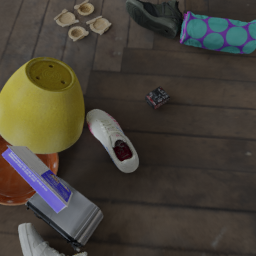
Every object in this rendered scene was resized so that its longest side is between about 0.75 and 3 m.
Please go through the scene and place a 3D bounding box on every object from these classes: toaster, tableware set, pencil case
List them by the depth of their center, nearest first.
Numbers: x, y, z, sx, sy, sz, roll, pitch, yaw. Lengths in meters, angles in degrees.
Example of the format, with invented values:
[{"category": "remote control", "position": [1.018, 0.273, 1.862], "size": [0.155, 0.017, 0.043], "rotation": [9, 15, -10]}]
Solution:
[{"category": "toaster", "position": [-1.564, 2.301, 7.439], "size": [1.845, 1.669, 1.095], "rotation": [33, 68, 15]}, {"category": "pencil case", "position": [3.461, -3.621, 10.614], "size": [2.850, 1.213, 1.317], "rotation": [11, 67, 6]}, {"category": "tableware set", "position": [-1.880, -4.397, 11.527], "size": [1.781, 0.247, 2.132], "rotation": [-34, 69, -15]}]

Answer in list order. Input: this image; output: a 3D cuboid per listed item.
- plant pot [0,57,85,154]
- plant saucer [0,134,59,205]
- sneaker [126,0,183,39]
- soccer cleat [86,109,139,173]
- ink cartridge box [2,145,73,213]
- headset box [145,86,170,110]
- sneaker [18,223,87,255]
[{"category": "plant pot", "position": [-2.454, -0.898, 8.315], "size": [2.746, 1.949, 2.746], "rotation": [14, 48, -16]}, {"category": "plant saucer", "position": [-3.336, 1.050, 8.376], "size": [2.434, 0.393, 2.434], "rotation": [5, 75, -20]}, {"category": "sneaker", "position": [1.149, -4.687, 11.322], "size": [2.427, 0.928, 1.390], "rotation": [30, 66, 10]}, {"category": "soccer cleat", "position": [-0.479, 0.218, 8.778], "size": [0.901, 1.114, 2.580], "rotation": [-32, 68, -15]}, {"category": "ink cartridge box", "position": [-1.905, 1.051, 5.982], "size": [0.363, 1.672, 1.656], "rotation": [-44, 92, -10]}, {"category": "headset box", "position": [1.001, -1.042, 9.855], "size": [0.752, 0.290, 0.560], "rotation": [-34, 68, -14]}, {"category": "sneaker", "position": [-1.825, 3.442, 7.377], "size": [1.440, 0.918, 2.493], "rotation": [-25, 76, -14]}]
